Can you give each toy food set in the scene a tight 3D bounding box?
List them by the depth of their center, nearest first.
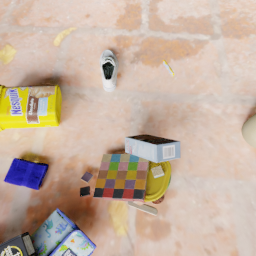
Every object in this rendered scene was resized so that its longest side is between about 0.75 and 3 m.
[{"bbox_3d":[0.848,1.989,9.533,1.232,0.684,2.095,3,54,30],"label":"toy food set"}]

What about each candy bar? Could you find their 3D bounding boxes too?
[{"bbox_3d":[1.428,-2.096,9.865,0.092,0.207,0.831,-17,59,-20],"label":"candy bar"}]

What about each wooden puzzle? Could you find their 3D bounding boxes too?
[{"bbox_3d":[-0.215,1.651,9.574,2.915,0.205,1.729,-1,51,16],"label":"wooden puzzle"}]

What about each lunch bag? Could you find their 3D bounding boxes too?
[{"bbox_3d":[-1.986,3.504,8.350,1.670,1.064,1.420,40,73,15],"label":"lunch bag"}]

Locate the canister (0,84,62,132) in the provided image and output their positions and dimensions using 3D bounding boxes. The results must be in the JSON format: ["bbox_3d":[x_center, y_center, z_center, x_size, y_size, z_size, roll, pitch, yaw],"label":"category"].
[{"bbox_3d":[-3.923,-0.833,10.929,2.455,1.062,1.823,-3,59,-3],"label":"canister"}]

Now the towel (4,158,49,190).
[{"bbox_3d":[-3.591,1.581,9.890,1.336,0.331,0.986,10,59,6],"label":"towel"}]

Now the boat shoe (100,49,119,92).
[{"bbox_3d":[-0.787,-2.697,12.182,0.854,0.775,2.322,-7,59,-4],"label":"boat shoe"}]

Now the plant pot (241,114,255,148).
[{"bbox_3d":[5.128,-0.146,10.247,1.401,1.496,1.401,0,59,-1],"label":"plant pot"}]

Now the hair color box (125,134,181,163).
[{"bbox_3d":[0.768,0.630,9.319,0.946,1.912,0.580,-6,98,-30],"label":"hair color box"}]

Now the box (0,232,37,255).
[{"bbox_3d":[-3.208,4.376,7.482,1.986,0.605,2.464,-25,80,1],"label":"box"}]
